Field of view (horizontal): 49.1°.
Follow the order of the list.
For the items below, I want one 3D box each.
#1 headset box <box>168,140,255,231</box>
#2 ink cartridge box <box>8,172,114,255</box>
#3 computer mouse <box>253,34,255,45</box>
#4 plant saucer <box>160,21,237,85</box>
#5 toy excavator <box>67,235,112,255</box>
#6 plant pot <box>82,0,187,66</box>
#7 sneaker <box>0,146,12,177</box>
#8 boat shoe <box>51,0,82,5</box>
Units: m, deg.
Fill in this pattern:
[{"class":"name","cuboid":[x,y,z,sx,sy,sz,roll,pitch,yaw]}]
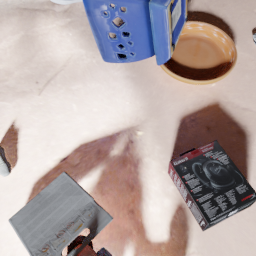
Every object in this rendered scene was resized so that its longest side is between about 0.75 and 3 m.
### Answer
[{"class":"headset box","cuboid":[2.160,1.424,7.589,1.553,0.806,2.086,-23,57,-12]},{"class":"ink cartridge box","cuboid":[-1.635,2.324,6.819,1.905,0.669,2.344,-41,46,-20]},{"class":"computer mouse","cuboid":[4.970,-3.123,10.495,0.531,0.212,0.969,-15,68,-2]},{"class":"plant saucer","cuboid":[2.390,-2.644,10.040,2.879,0.539,2.879,0,61,0]},{"class":"toy excavator","cuboid":[-0.351,3.609,6.306,2.543,1.306,2.615,-44,101,-5]},{"class":"plant pot","cuboid":[0.477,-3.834,9.182,2.510,2.792,2.792,15,62,19]},{"class":"sneaker","cuboid":[-3.749,0.932,8.165,0.416,0.438,1.089,-28,67,-16]},{"class":"boat shoe","cuboid":[-2.076,-5.732,11.551,2.454,0.802,0.903,-7,62,-4]}]
